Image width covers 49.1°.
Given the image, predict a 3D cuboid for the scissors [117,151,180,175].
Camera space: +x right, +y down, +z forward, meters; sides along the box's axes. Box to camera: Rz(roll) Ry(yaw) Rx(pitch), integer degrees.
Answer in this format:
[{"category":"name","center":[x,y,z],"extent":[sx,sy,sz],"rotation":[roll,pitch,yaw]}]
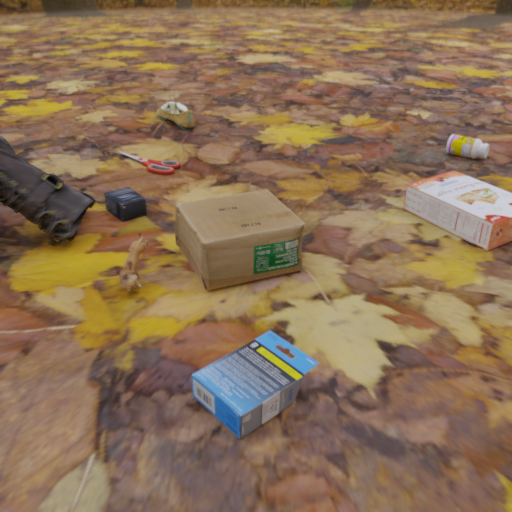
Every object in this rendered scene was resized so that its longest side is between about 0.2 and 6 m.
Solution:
[{"category":"scissors","center":[-2.977,-2.460,14.631],"extent":[2.219,0.155,0.812],"rotation":[16,36,23]}]

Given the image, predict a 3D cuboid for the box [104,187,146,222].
[{"category":"box","center":[-2.813,-1.118,12.050],"extent":[0.594,0.419,0.803],"rotation":[-20,36,-32]}]

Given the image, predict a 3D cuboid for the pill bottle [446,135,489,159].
[{"category":"pill bottle","center":[5.690,-2.911,15.044],"extent":[1.017,0.530,0.530],"rotation":[21,36,32]}]

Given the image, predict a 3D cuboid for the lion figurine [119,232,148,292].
[{"category":"lion figurine","center":[-2.091,0.077,9.566],"extent":[0.397,1.094,0.670],"rotation":[7,-9,-8]}]

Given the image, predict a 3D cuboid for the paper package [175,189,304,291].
[{"category":"paper package","center":[-0.328,-0.339,10.154],"extent":[1.903,0.984,1.814],"rotation":[-11,32,-20]}]

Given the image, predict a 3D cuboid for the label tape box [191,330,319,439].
[{"category":"label tape box","center":[0.000,1.630,7.295],"extent":[1.369,0.433,0.987],"rotation":[-24,38,-35]}]

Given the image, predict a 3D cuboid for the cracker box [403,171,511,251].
[{"category":"cracker box","center":[4.430,-1.015,11.644],"extent":[1.506,0.649,2.249],"rotation":[-18,35,-28]}]

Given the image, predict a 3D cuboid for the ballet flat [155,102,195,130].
[{"category":"ballet flat","center":[-2.547,-4.560,17.773],"extent":[0.701,0.644,2.042],"rotation":[-18,34,-35]}]

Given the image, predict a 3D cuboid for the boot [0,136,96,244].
[{"category":"boot","center":[-4.608,-1.215,10.407],"extent":[2.899,1.153,3.330],"rotation":[37,25,-10]}]
